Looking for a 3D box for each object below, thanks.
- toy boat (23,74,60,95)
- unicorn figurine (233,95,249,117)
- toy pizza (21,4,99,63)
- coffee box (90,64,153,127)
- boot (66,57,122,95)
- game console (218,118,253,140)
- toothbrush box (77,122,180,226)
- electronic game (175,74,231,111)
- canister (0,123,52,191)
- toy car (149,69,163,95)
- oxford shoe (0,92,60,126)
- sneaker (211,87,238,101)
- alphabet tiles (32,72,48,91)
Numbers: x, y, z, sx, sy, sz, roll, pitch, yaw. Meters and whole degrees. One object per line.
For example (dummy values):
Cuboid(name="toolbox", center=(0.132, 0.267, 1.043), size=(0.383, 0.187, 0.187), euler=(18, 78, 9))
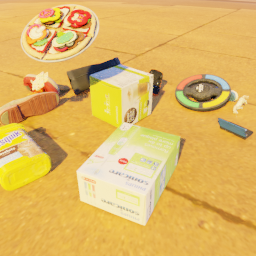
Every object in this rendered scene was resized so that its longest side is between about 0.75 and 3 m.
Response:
Cuboid(name="toy boat", center=(-4.229, -1.788, 13.410), size=(1.813, 1.183, 1.185), euler=(10, 64, 16))
Cuboid(name="unicorn figurine", center=(4.940, -0.992, 12.398), size=(0.384, 1.039, 0.713), euler=(24, 12, 40))
Cuboid(name="toy pizza", center=(-2.189, -3.128, 8.837), size=(2.574, 0.408, 2.574), euler=(-4, 60, 7))
Cuboid(name="coffee box", center=(-0.278, -1.348, 11.722), size=(1.888, 1.885, 1.867), euler=(27, 41, 35))
Cuboid(name="boot", center=(-1.448, -2.274, 13.972), size=(2.744, 0.901, 2.262), euler=(-18, 61, -14))
Cuboid(name="game console", center=(4.201, -0.096, 10.900), size=(0.978, 0.678, 1.145), euler=(-27, 42, -34))
Cuboid(name="toothbrush box", center=(0.141, 1.176, 8.395), size=(2.058, 1.217, 2.827), euler=(15, 37, 23))
Cuboid(name="electronic game", center=(3.458, -1.691, 13.020), size=(2.536, 0.528, 2.536), euler=(-8, 46, 8))
Cuboid(name="canister", center=(-3.724, 0.871, 9.125), size=(1.678, 0.978, 2.259), euler=(-25, 41, -33))
Cuboid(name="toy car", center=(0.432, -2.228, 13.868), size=(2.614, 1.282, 0.870), euler=(-3, 0, -16))
Cuboid(name="oxford shoe", center=(-4.330, -1.038, 12.116), size=(2.791, 0.988, 1.030), euler=(-24, 37, -33))
Cuboid(name="sneaker", center=(4.432, -1.591, 13.327), size=(0.814, 0.562, 1.463), euler=(-11, 30, -27))
Cuboid(name="alphabet tiles", center=(-3.334, -1.783, 10.610), size=(0.782, 0.058, 0.799), euler=(-27, 51, 17))
